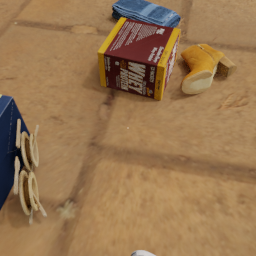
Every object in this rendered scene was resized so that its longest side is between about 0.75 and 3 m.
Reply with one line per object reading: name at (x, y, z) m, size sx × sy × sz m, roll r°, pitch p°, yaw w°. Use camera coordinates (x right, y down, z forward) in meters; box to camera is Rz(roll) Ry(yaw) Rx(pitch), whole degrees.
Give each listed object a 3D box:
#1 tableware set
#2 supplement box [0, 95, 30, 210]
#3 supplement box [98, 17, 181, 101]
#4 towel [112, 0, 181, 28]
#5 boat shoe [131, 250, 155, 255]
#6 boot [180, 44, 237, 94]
tableware set at (-2.164, 0.953, 6.404) m, size 0.427 × 1.407 × 2.129 m, roll -9°, pitch 47°, yaw -10°
supplement box at (-4.232, 0.679, 6.375) m, size 2.829 × 1.901 × 2.832 m, roll 9°, pitch 52°, yaw 7°
supplement box at (0.397, -2.263, 9.055) m, size 2.070 × 1.374 × 2.041 m, roll 15°, pitch 53°, yaw 12°
towel at (0.721, -4.661, 11.428) m, size 2.648 × 0.643 × 1.478 m, roll 29°, pitch 56°, yaw 21°
boat shoe at (0.671, 2.780, 5.163) m, size 1.404 × 0.518 × 0.598 m, roll 30°, pitch 31°, yaw -17°
boot at (2.244, -2.050, 9.346) m, size 2.365 × 0.832 × 1.693 m, roll -24°, pitch 50°, yaw -23°
